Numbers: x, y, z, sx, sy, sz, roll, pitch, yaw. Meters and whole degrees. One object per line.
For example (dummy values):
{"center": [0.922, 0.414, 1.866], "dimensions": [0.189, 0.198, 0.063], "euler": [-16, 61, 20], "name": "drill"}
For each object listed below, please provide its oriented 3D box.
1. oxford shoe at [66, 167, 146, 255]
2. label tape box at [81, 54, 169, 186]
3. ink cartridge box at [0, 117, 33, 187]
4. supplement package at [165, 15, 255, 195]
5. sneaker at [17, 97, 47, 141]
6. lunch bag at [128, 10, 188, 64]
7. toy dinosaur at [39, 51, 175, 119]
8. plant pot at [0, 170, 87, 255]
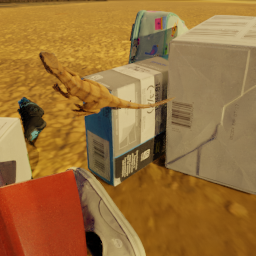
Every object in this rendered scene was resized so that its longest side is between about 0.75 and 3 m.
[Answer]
{"center": [-0.571, 1.256, 4.053], "dimensions": [0.620, 0.807, 2.147], "euler": [-18, 34, -27], "name": "oxford shoe"}
{"center": [0.396, -0.336, 5.832], "dimensions": [0.859, 1.957, 2.714], "euler": [25, 37, 38], "name": "label tape box"}
{"center": [-2.779, 0.631, 4.527], "dimensions": [2.079, 1.510, 0.910], "euler": [3, 32, 5], "name": "ink cartridge box"}
{"center": [2.208, -0.697, 5.679], "dimensions": [2.021, 2.627, 2.748], "euler": [15, 34, 26], "name": "supplement package"}
{"center": [-2.395, -0.237, 6.721], "dimensions": [0.592, 0.663, 1.618], "euler": [-41, 31, -1], "name": "sneaker"}
{"center": [0.891, -1.963, 8.121], "dimensions": [1.125, 2.341, 2.919], "euler": [15, 12, 20], "name": "lunch bag"}
{"center": [-0.410, -0.429, 4.011], "dimensions": [1.959, 0.592, 1.040], "euler": [18, -13, -33], "name": "toy dinosaur"}
{"center": [-1.223, 1.375, 2.870], "dimensions": [1.469, 1.295, 1.470], "euler": [-26, -7, 11], "name": "plant pot"}
